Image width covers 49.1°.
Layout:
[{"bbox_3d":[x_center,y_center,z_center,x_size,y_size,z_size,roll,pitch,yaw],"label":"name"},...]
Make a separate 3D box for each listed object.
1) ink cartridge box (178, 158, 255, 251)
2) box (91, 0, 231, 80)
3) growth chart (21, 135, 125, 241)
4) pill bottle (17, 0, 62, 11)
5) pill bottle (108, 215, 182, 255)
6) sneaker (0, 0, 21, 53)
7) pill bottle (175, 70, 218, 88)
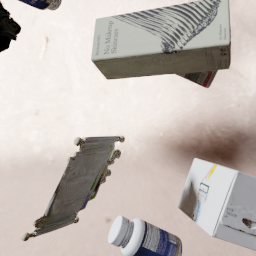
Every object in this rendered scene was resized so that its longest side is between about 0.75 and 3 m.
[{"bbox_3d":[1.566,1.128,4.354,0.971,1.319,0.954,20,88,-11],"label":"ink cartridge box"},{"bbox_3d":[0.606,-1.586,5.202,2.452,0.838,1.007,-3,72,18],"label":"box"},{"bbox_3d":[-0.690,0.822,4.084,0.153,1.248,1.725,32,98,29],"label":"growth chart"},{"bbox_3d":[-1.866,-2.772,5.639,0.646,1.163,0.646,3,97,24],"label":"pill bottle"},{"bbox_3d":[0.327,2.288,5.602,1.367,0.759,0.759,28,82,-10],"label":"pill bottle"},{"bbox_3d":[-2.780,-2.545,5.789,1.203,0.803,2.100,14,108,14],"label":"sneaker"},{"bbox_3d":[1.364,-1.389,6.078,1.168,0.677,0.677,27,82,11],"label":"pill bottle"}]
